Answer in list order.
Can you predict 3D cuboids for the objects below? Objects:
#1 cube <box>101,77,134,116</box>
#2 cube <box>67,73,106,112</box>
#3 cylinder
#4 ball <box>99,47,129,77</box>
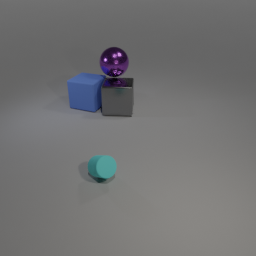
[{"bbox_3d":[-0.454,-1.488,13.142,1.400,1.400,1.400,2,28,3],"label":"cube"},{"bbox_3d":[-1.943,-1.771,13.646,1.400,1.400,1.400,11,30,19],"label":"cube"},{"bbox_3d":[-0.820,1.210,8.812,0.700,0.700,0.700,-20,6,-31],"label":"cylinder"},{"bbox_3d":[-0.653,-3.119,13.268,1.400,1.400,1.400,0,29,0],"label":"ball"}]
